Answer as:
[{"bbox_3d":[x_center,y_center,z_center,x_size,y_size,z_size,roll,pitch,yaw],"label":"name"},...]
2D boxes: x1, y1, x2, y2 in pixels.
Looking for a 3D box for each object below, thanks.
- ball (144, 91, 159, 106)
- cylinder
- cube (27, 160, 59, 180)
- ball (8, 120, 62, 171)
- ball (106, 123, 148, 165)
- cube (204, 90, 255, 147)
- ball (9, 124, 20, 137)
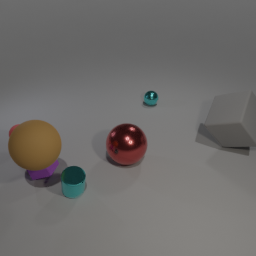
[{"bbox_3d":[1.085,-1.406,13.144,0.700,0.700,0.700,0,32,0],"label":"ball"},{"bbox_3d":[-1.602,1.587,8.213,0.700,0.700,0.700,6,46,-6],"label":"cylinder"},{"bbox_3d":[-2.739,1.109,8.862,0.700,0.700,0.700,-15,23,16],"label":"cube"},{"bbox_3d":[-2.551,0.470,7.729,1.400,1.400,1.400,0,32,0],"label":"ball"},{"bbox_3d":[-0.045,0.536,9.390,1.400,1.400,1.400,0,32,0],"label":"ball"},{"bbox_3d":[3.793,-0.282,9.836,1.400,1.400,1.400,-6,49,50],"label":"cube"},{"bbox_3d":[-3.801,0.214,9.814,0.700,0.700,0.700,0,32,0],"label":"ball"}]
